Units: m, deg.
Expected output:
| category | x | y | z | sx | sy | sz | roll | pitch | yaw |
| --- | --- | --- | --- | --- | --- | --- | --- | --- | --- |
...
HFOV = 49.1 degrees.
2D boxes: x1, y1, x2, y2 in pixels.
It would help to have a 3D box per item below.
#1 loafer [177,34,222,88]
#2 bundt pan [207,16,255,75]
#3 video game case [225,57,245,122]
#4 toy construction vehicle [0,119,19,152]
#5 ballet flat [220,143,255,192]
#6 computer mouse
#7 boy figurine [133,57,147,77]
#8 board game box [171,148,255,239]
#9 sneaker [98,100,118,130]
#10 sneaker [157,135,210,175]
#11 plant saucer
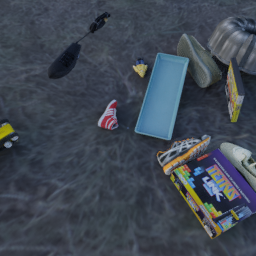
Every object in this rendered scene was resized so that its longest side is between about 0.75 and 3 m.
| category | x | y | z | sx | sy | sz | roll | pitch | yaw |
| --- | --- | --- | --- | --- | --- | --- | --- | --- | --- |
| loafer | 2.279 | -2.175 | 9.031 | 0.770 | 0.831 | 2.210 | -7 | 58 | -22 |
| bundt pan | 3.845 | -2.722 | 8.827 | 2.509 | 0.942 | 2.509 | 8 | 44 | -8 |
| video game case | 2.935 | -1.043 | 7.778 | 0.172 | 1.218 | 1.348 | -2 | 56 | 9 |
| toy construction vehicle | -4.442 | 0.295 | 7.362 | 2.536 | 0.893 | 2.208 | -37 | 75 | -19 |
| ballet flat | 3.027 | 0.904 | 7.003 | 0.595 | 0.595 | 1.712 | -27 | 60 | -17 |
| computer mouse | -1.359 | -2.488 | 8.458 | 0.498 | 0.858 | 2.926 | 41 | 71 | -11 |
| boy figurine | 0.400 | -1.976 | 9.143 | 0.473 | 0.245 | 0.761 | 0 | 54 | -4 |
| board game box | 2.069 | 1.484 | 6.636 | 1.402 | 0.481 | 1.696 | -24 | 59 | -17 |
| sneaker | -0.416 | -0.353 | 7.980 | 0.525 | 0.333 | 0.934 | 22 | 67 | 18 |
| sneaker | 1.457 | 0.555 | 7.234 | 1.572 | 0.615 | 0.607 | -28 | 55 | -17 |
| plant saucer | 1.042 | -0.983 | 8.263 | 1.015 | 0.275 | 2.902 | 13 | 65 | 8 |
